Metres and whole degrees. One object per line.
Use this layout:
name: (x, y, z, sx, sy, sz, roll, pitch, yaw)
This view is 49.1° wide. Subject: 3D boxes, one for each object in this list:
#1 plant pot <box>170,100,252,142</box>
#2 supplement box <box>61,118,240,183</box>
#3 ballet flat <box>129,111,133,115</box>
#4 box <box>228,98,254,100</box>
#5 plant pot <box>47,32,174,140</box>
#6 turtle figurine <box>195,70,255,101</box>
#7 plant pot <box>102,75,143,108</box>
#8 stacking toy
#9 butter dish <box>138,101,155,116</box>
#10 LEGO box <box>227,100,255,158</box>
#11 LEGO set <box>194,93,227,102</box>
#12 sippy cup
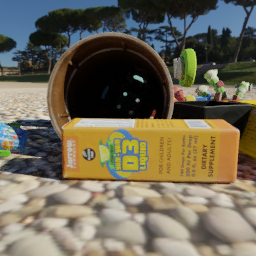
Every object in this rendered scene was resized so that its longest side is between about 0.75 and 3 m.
plant pot: (1.675, 0.013, 5.995, 1.268, 1.124, 1.265, -5, 12, -25)
supplement box: (0.325, 0.349, 4.714, 2.763, 0.919, 0.951, 1, 12, 5)
ballet flat: (-0.290, -0.177, 8.753, 0.718, 0.760, 2.256, -34, 22, -19)
box: (4.057, -0.793, 10.818, 2.786, 0.711, 2.197, 2, 7, -17)
plant pot: (-0.162, -0.616, 6.534, 2.501, 2.501, 2.476, 2, 3, 10)
turtle figurine: (3.391, -0.886, 9.250, 2.184, 2.117, 1.572, -30, -30, -1)
plant pot: (-0.205, -1.365, 9.060, 1.229, 1.825, 1.825, 22, -3, -33)
stacking toy: (1.342, -1.265, 9.367, 1.181, 2.530, 2.795, 0, 6, -4)
butter dish: (0.773, -1.093, 12.369, 1.412, 1.044, 1.408, 2, 10, 14)
LEGO box: (3.611, 0.081, 5.578, 2.147, 1.113, 2.883, -1, 10, -7)
LEGO set: (2.672, -0.434, 8.526, 1.215, 1.129, 2.961, 1, 11, 6)
sippy cup: (-2.597, 0.238, 6.183, 0.667, 0.910, 0.715, 9, -20, -13)
